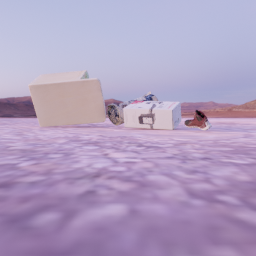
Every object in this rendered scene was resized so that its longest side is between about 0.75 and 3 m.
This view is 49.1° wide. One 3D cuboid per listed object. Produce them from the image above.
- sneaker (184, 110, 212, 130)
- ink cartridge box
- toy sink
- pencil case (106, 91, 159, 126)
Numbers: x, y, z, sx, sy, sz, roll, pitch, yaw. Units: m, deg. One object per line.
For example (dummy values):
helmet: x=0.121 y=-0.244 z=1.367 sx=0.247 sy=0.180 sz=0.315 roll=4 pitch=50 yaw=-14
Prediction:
sneaker: x=1.646 y=-0.241 z=6.790 sx=0.309 sy=0.472 sz=0.817 roll=-37 pitch=26 yaw=-25
ink cartridge box: x=0.740 y=-0.393 z=8.108 sx=1.448 sy=0.604 sz=1.052 roll=3 pitch=18 yaw=22
toy sink: x=-1.873 y=-1.049 z=9.482 sx=2.313 sy=1.507 sz=1.296 roll=-5 pitch=27 yaw=7
pencil case: x=0.195 y=-0.682 z=9.881 sx=1.908 sy=0.853 sz=0.742 roll=-17 pitch=-18 yaw=-31
